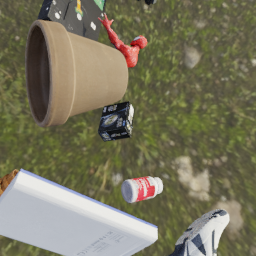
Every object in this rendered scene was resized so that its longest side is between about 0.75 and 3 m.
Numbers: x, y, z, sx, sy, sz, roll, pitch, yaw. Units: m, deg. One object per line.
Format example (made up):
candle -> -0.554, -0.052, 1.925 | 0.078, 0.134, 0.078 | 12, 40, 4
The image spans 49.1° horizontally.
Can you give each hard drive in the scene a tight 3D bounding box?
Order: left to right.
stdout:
hard drive -> -0.975, 1.679, 4.747 | 2.472, 1.631, 0.314 | 29, 37, -22
hard drive -> -1.364, -3.101, 7.330 | 0.460, 1.699, 2.432 | -9, 60, 30

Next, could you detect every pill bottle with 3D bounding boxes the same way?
pill bottle -> 0.305, 1.250, 5.789 | 0.810, 0.454, 0.454 | -3, 71, -34

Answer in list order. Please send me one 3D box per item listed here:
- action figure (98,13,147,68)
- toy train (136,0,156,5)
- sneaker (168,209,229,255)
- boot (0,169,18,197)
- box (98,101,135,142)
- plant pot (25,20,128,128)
action figure -> -0.910, -1.742, 7.339 | 2.891, 0.943, 1.431 | -32, 71, 3
toy train -> -0.208, -4.306, 8.288 | 2.402, 0.550, 0.410 | 27, 45, 13
sneaker -> 1.585, 2.740, 5.585 | 2.058, 0.821, 1.339 | -42, 83, -16
boot -> -2.401, 1.332, 5.221 | 0.899, 0.428, 1.162 | -33, 43, -1
box -> -0.286, -0.179, 7.234 | 0.772, 0.406, 0.943 | -9, 47, 21
plant pot -> -0.939, -0.971, 5.312 | 1.624, 1.862, 1.862 | -5, 71, -32
